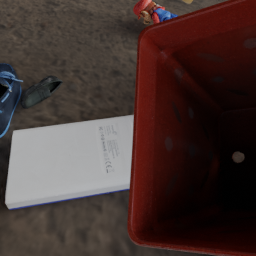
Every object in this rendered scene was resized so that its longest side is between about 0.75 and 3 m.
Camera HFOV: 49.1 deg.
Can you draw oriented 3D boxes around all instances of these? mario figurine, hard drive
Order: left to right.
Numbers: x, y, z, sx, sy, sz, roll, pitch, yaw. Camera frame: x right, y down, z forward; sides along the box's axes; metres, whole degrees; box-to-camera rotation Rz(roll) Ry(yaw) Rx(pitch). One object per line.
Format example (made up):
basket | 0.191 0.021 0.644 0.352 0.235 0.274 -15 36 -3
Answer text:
hard drive | -1.087 0.645 6.260 2.921 0.371 1.927 -8 48 -7
mario figurine | 1.131 -4.037 10.488 2.102 1.114 1.297 30 17 12

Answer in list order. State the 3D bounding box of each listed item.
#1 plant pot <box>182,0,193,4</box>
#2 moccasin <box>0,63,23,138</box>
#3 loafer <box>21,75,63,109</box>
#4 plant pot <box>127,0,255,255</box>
plant pot | 1.159 -4.523 7.315 0.351 2.553 2.553 -24 36 35
moccasin | -3.385 -0.962 7.357 1.110 0.941 2.760 -10 48 -9
loafer | -2.361 -1.005 7.711 0.493 0.476 1.403 15 45 25
plant pot | 1.304 0.094 2.642 1.952 1.722 1.954 -6 72 31
